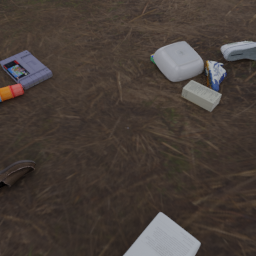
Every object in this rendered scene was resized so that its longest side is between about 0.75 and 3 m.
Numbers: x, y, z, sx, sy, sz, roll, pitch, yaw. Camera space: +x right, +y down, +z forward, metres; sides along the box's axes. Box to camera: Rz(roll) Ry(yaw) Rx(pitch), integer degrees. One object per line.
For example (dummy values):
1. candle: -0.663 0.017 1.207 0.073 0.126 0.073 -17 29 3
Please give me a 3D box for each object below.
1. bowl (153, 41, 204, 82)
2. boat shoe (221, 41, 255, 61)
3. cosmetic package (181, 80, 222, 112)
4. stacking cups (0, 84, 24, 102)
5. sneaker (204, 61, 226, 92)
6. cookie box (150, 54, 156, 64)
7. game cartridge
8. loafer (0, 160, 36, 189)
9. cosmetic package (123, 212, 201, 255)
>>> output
1. bowl: 2.447 -3.271 13.264 2.043 0.764 2.046 -22 63 -19
2. boat shoe: 5.833 -3.915 13.710 2.598 0.956 0.868 -5 50 -13
3. cosmetic package: 3.119 -1.387 11.958 1.468 0.537 0.760 34 57 25
4. stacking cups: -5.646 -1.274 11.860 2.377 0.719 0.719 -18 52 -21
5. sneaker: 4.036 -2.372 12.651 0.903 0.771 2.048 4 50 4
6. cookie box: 1.627 -3.395 13.825 0.706 0.310 0.825 -29 55 -21
7. game cartridge: -4.871 -2.812 13.287 1.533 0.454 2.365 -32 57 -30
8. loafer: -3.906 1.672 9.342 1.802 0.658 0.639 -25 62 -12
9. cosmetic package: 0.831 3.401 7.326 1.310 1.309 1.588 34 56 26
